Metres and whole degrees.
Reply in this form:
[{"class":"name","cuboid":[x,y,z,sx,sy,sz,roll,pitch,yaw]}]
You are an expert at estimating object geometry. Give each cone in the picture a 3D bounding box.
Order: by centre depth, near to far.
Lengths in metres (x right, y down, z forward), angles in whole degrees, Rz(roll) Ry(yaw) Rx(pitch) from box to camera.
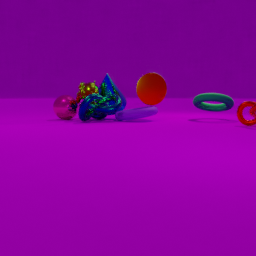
[{"class":"cone","cuboid":[-0.862,-1.678,12.011,1.626,1.633,1.626,0,49,0]},{"class":"cone","cuboid":[0.817,-1.684,12.210,1.349,1.349,1.354,-2,7,-15]}]

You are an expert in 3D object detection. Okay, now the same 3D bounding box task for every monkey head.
[{"class":"monkey head","cuboid":[-1.666,-1.384,11.566,0.869,1.442,1.038,11,-40,-22]}]

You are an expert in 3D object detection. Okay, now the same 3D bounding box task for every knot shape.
[{"class":"knot shape","cuboid":[4.348,-0.563,9.211,1.300,0.601,1.217,17,-36,8]},{"class":"knot shape","cuboid":[-1.292,-0.803,11.333,1.895,0.876,1.773,-14,-4,-30]}]

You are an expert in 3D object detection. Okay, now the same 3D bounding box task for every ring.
[{"class":"ring","cuboid":[0.347,-0.617,11.635,1.809,0.362,1.809,-9,6,1]},{"class":"ring","cuboid":[3.625,-1.071,11.937,1.692,0.338,1.692,9,-12,2]}]

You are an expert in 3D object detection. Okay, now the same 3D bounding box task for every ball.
[{"class":"ball","cuboid":[-2.644,-0.879,11.929,1.069,1.069,1.069,0,7,0]}]
